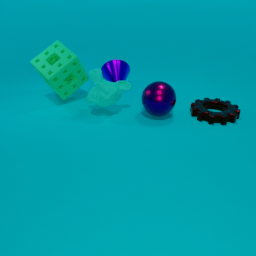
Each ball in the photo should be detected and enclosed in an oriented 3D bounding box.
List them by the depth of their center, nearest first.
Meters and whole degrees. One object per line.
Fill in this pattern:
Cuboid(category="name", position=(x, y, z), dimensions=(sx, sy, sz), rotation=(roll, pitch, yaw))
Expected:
Cuboid(category="ball", position=(1.041, -0.989, 9.456), dimensions=(1.177, 1.177, 1.177), rotation=(0, 28, 0))

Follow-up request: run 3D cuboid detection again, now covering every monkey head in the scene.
Cuboid(category="monkey head", position=(-0.835, -1.365, 9.537), dimensions=(1.757, 1.264, 1.059), rotation=(-16, 4, 17))

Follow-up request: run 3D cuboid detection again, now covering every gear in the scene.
Cuboid(category="gear", position=(3.027, -0.612, 9.791), dimensions=(1.645, 0.304, 1.645), rotation=(0, 28, 0))

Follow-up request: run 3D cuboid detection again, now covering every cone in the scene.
Cuboid(category="cone", position=(-0.467, -1.984, 11.992), dimensions=(1.327, 1.327, 1.332), rotation=(-4, 55, -8))

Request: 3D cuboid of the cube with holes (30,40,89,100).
Cuboid(category="cube with holes", position=(-2.485, -2.122, 10.347), dimensions=(1.288, 1.288, 1.288), rotation=(-42, 61, -10))
